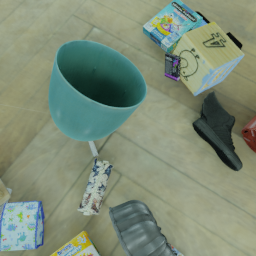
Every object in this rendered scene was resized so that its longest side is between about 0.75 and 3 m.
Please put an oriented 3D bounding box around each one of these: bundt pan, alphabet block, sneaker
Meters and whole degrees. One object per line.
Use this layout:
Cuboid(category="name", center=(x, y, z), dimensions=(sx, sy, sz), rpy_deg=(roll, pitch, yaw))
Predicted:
Cuboid(category="bundt pan", center=(0.550, 3.154, 7.765), dimensions=(1.014, 2.701, 2.701), rpy_deg=(-31, 72, -3))
Cuboid(category="alphabet block", center=(2.852, -2.572, 10.471), dimensions=(1.714, 1.705, 1.746), rpy_deg=(-28, 72, -26))
Cuboid(category="sneaker", center=(3.433, 0.085, 10.062), dimensions=(1.439, 0.829, 2.759), rpy_deg=(-37, 70, -8))

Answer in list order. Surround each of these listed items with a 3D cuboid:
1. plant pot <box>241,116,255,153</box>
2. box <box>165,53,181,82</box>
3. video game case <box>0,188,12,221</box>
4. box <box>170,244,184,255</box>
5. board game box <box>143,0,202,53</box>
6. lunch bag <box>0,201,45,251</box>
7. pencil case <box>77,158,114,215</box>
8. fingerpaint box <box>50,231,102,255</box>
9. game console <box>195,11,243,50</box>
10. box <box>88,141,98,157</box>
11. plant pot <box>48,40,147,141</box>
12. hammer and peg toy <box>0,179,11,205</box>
Cuboid(category="plant pot", center=(5.146, -0.014, 9.643), dimensions=(1.924, 1.979, 1.979), rpy_deg=(-38, 73, -5))
Cuboid(category="box", center=(1.692, -2.321, 10.642), dimensions=(0.173, 0.957, 0.684), rpy_deg=(-28, 43, -27))
Cuboid(category="video game case", center=(-5.092, 2.724, 9.371), dimensions=(1.907, 0.219, 1.738), rpy_deg=(11, 69, 3))
Cuboid(category="box", center=(1.268, 4.290, 8.755), dimensions=(0.720, 0.210, 1.052), rpy_deg=(38, 73, 13))
Cuboid(category="board game box", center=(1.872, -4.356, 11.871), dimensions=(2.016, 0.473, 1.522), rpy_deg=(-43, 74, -8))
Cuboid(category="lunch bag", center=(-3.334, 3.060, 8.870), dimensions=(1.207, 0.904, 1.419), rpy_deg=(-4, 78, -1))
Cuboid(category="pencil case", center=(-1.060, 1.987, 9.320), dimensions=(0.729, 0.838, 1.874), rpy_deg=(14, 70, 10))
Cuboid(category="fingerpaint box", center=(-1.665, 4.334, 8.482), dimensions=(1.857, 0.681, 1.549), rpy_deg=(-35, 73, -13))
Cuboid(category="game console", center=(3.429, -3.885, 11.894), dimensions=(1.583, 0.324, 2.684), rpy_deg=(-34, 72, -12))
Cuboid(category="box", center=(-1.311, 0.614, 10.214), dimensions=(0.183, 0.171, 0.884), rpy_deg=(-21, 70, -8))
Cuboid(category="plant pot", center=(-1.245, -0.974, 9.316), dimensions=(3.008, 2.414, 3.008), rpy_deg=(18, 43, -18))
Cuboid(category="hammer and peg toy", center=(-5.149, 2.330, 8.971), dimensions=(2.343, 0.826, 1.723), rpy_deg=(-38, 76, -14))
